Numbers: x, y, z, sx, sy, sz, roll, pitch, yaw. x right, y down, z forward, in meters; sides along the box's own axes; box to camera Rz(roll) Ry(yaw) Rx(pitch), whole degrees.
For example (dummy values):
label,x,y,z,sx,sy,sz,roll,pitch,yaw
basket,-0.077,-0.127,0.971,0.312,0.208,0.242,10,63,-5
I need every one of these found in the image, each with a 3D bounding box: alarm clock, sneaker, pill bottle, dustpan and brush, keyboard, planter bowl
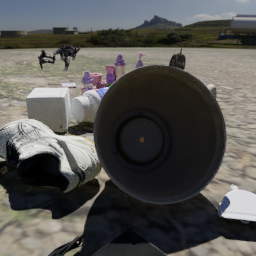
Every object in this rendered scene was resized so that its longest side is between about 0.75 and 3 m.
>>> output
label,x,y,z,sx,sy,sz,roll,pitch,yaw
alarm clock,1.461,-1.820,8.747,0.390,1.172,0.791,8,46,-6
sneaker,-2.028,0.548,5.899,2.901,1.097,1.272,8,22,24
pill bottle,-0.924,-0.808,9.655,1.975,1.106,1.106,-16,25,-40
dustpan and brush,2.013,1.307,4.992,0.917,0.376,1.314,5,27,8
keyboard,-0.576,1.889,3.453,1.364,0.221,2.147,24,29,37
planter bowl,0.436,0.168,5.600,2.425,2.425,1.632,-5,-6,-14

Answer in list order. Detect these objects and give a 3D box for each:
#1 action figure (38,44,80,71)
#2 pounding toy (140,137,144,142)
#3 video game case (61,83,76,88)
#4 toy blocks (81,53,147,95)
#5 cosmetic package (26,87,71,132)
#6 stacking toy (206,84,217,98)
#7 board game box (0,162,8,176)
label,x,y,z,sx,sy,sz,roll,pitch,yaw
action figure,-2.577,-2.740,10.850,1.641,0.837,0.975,-12,46,-1
pounding toy,0.618,-0.083,7.562,2.519,1.152,2.213,-12,23,-32
video game case,-3.299,-2.360,15.531,0.738,0.090,1.032,-6,20,-15
toy blocks,-0.438,-1.882,11.086,2.412,2.172,2.580,3,20,10
cosmetic package,-2.503,-0.609,9.040,1.153,1.146,1.378,-2,21,-6
stacking toy,1.950,-1.178,10.764,2.662,1.137,1.137,9,21,29
board game box,-3.786,0.873,6.294,1.994,0.234,1.045,11,25,29
